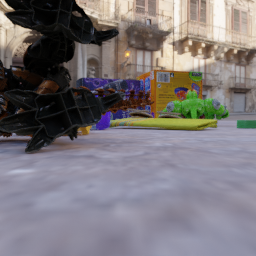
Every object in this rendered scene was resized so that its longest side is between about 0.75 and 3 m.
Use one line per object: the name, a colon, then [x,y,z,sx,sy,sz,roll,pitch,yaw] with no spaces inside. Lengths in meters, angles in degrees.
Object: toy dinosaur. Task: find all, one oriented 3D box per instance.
toy dinosaur: [-1.051,-0.456,3.231,2.952,1.508,2.004,-26,-1,-31]

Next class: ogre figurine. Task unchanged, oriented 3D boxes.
ogre figurine: [2.427,-0.619,10.379,2.598,1.275,1.558,16,-12,14]

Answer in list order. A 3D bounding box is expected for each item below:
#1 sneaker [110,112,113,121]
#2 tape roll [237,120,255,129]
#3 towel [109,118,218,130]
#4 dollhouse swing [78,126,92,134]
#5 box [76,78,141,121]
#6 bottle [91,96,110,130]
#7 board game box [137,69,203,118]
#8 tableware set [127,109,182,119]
sneaker: [-1.867,-0.474,10.686,2.906,1.128,1.254,10,-5,35]
tape roll: [3.653,-0.112,8.022,1.008,0.242,1.008,1,2,0]
towel: [0.788,-0.083,7.524,2.902,0.262,1.249,2,9,39]
dollhouse swing: [-1.265,-0.005,5.017,1.236,1.087,1.123,0,43,0]
box: [-0.964,-1.227,13.459,2.910,2.154,1.518,-2,3,-20]
bottle: [-1.802,-0.409,6.878,2.750,0.898,1.149,0,3,-5]
board game box: [1.956,-1.416,13.826,2.465,2.463,2.463,-1,2,-18]
tableware set: [0.959,-0.246,9.833,1.937,0.388,1.280,6,-11,20]
